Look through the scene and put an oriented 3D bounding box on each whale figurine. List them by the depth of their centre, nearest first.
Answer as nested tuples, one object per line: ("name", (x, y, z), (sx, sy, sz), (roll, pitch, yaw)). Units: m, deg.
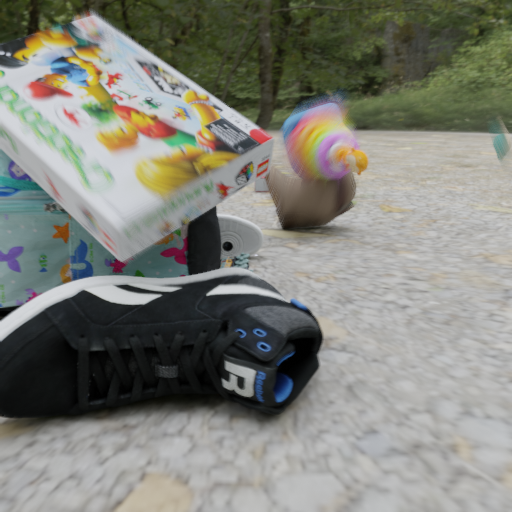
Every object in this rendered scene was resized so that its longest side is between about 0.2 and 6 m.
("whale figurine", (4.100, -1.828, 9.414), (0.261, 0.400, 0.502), (3, -28, 11))

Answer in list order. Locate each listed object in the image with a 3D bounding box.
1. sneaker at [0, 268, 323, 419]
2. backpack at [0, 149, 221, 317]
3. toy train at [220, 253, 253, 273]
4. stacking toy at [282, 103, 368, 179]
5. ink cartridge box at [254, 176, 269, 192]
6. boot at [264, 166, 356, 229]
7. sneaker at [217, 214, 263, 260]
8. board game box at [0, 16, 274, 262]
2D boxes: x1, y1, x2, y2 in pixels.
("sneaker", (-0.656, 0.806, 4.606), (2.897, 1.058, 1.620), (-14, 24, -35))
("backpack", (-2.276, -0.501, 7.066), (3.313, 2.494, 2.941), (-10, 17, -13))
("toy train", (-0.320, 0.229, 8.034), (0.497, 0.372, 0.872), (-11, 17, 7))
("stacking toy", (1.410, -1.853, 10.037), (1.230, 1.300, 2.240), (-22, 26, -7))
("ink cartridge box", (0.319, -2.134, 16.264), (0.757, 0.430, 1.039), (-1, 16, -2))
("boot", (1.089, -1.257, 10.679), (1.607, 0.772, 2.198), (-20, -25, 3))
("sneaker", (-0.928, -0.427, 9.534), (2.092, 0.764, 1.170), (-1, 16, 0))
("board game box", (-1.507, -1.357, 5.578), (2.924, 0.506, 1.846), (39, 55, 24))
